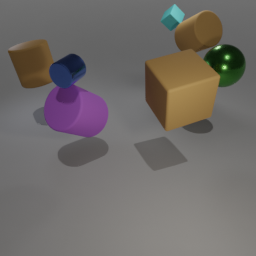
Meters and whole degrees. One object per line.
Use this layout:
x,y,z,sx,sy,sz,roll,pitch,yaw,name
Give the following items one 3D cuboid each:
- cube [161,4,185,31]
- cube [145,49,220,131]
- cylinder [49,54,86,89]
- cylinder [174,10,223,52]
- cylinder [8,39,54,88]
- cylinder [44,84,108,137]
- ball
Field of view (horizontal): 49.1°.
2.048,-5.054,12.856,0.700,0.700,0.700,-19,42,54,cube
1.356,-1.020,7.446,1.400,1.400,1.400,-18,48,-12,cube
-1.556,-1.483,7.272,0.700,0.700,0.700,13,38,21,cylinder
2.854,-3.860,11.443,1.400,1.400,1.400,-14,7,-23,cylinder
-3.459,-2.371,10.309,1.400,1.400,1.400,-9,30,5,cylinder
-1.528,-0.492,8.422,1.400,1.400,1.400,19,0,29,cylinder
3.163,-2.056,9.305,1.400,1.400,1.400,0,30,0,ball
